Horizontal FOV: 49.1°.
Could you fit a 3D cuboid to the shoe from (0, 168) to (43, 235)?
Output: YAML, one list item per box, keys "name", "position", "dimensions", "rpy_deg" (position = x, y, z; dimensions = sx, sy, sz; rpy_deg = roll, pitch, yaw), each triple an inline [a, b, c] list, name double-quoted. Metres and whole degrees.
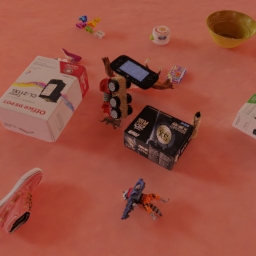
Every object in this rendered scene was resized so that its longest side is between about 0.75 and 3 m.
- name: "shoe"
  position: [-2.863, 2.002, 7.760]
  dimensions: [0.830, 0.652, 1.826]
  rpy_deg: [30, 62, 21]

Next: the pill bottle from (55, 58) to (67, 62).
- name: "pill bottle"
  position: [-2.980, -2.568, 11.547]
  dimensions: [0.958, 0.573, 0.573]
  rpy_deg: [-8, 51, -6]

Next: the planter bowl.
- name: "planter bowl"
  position: [4.580, -4.329, 12.743]
  dimensions: [2.267, 0.944, 2.267]
  rpy_deg: [0, 53, -1]

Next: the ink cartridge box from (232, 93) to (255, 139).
- name: "ink cartridge box"
  position: [4.716, -0.211, 9.481]
  dimensions: [1.775, 0.737, 1.301]
  rpy_deg: [34, 58, 25]

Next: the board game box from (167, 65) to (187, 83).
- name: "board game box"
  position: [2.013, -2.232, 11.521]
  dimensions: [0.549, 0.183, 0.817]
  rpy_deg: [20, 53, 16]

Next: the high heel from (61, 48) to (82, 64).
- name: "high heel"
  position: [-2.471, -3.213, 12.192]
  dimensions: [0.496, 0.349, 1.035]
  rpy_deg: [-36, 64, -14]

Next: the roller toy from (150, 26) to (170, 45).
- name: "roller toy"
  position: [1.549, -4.328, 12.968]
  dimensions: [0.813, 0.623, 0.891]
  rpy_deg: [34, 58, 25]

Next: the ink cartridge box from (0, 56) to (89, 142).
- name: "ink cartridge box"
  position: [-2.908, -1.107, 9.916]
  dimensions: [2.041, 1.160, 2.801]
  rpy_deg: [15, 53, 12]

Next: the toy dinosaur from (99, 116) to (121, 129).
- name: "toy dinosaur"
  position: [-0.567, -0.244, 9.692]
  dimensions: [0.928, 0.475, 0.357]
  rpy_deg: [26, 55, 18]

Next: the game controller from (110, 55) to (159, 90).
- name: "game controller"
  position: [0.222, -2.071, 10.348]
  dimensions: [1.830, 0.385, 0.954]
  rpy_deg: [34, 50, 17]

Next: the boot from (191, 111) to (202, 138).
- name: "boot"
  position: [2.277, -0.117, 9.479]
  dimensions: [0.296, 0.635, 0.821]
  rpy_deg: [18, 53, 14]

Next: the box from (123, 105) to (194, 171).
- name: "box"
  position: [0.977, 0.267, 9.068]
  dimensions: [1.798, 0.774, 1.472]
  rpy_deg: [28, 56, 21]

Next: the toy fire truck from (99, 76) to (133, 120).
- name: "toy fire truck"
  position: [-0.602, -1.082, 9.630]
  dimensions: [1.570, 1.382, 1.010]
  rpy_deg: [11, 23, 40]

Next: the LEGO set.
- name: "LEGO set"
  position: [-1.724, -5.036, 13.546]
  dimensions: [1.701, 0.649, 0.698]
  rpy_deg: [35, 59, 24]

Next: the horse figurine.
- name: "horse figurine"
  position: [0.327, -2.119, 11.087]
  dimensions: [2.847, 0.711, 1.887]
  rpy_deg: [5, 47, -2]

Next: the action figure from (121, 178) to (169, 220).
- name: "action figure"
  position: [0.334, 2.128, 7.721]
  dimensions: [1.228, 0.664, 1.269]
  rpy_deg: [22, 61, 26]
